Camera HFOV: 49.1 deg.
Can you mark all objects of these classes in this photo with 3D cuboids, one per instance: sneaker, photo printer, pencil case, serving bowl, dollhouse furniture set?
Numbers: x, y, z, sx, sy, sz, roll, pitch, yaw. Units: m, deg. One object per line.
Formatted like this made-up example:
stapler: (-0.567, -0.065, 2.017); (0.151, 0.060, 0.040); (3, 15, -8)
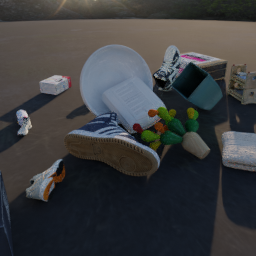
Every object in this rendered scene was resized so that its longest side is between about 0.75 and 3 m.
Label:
sneaker: (-0.233, 0.346, 8.047); (2.961, 1.038, 1.606); (12, 31, 29)
photo printer: (0.254, -0.802, 9.897); (1.645, 0.686, 1.977); (-31, 62, -18)
sneaker: (-3.558, -0.100, 9.532); (0.328, 0.500, 0.868); (0, 26, 1)
pencil case: (-3.860, -0.373, 10.232); (0.388, 0.356, 0.856); (15, 16, -30)
sneaker: (1.730, -2.643, 12.692); (0.833, 2.088, 1.359); (23, 25, 22)
sneaker: (-2.030, 1.213, 6.910); (0.651, 0.536, 1.416); (0, 25, 10)
serving bowl: (-0.507, -1.544, 10.244); (2.785, 2.785, 0.916); (-14, 10, -26)
dollhouse furniture set: (5.713, -2.002, 12.343); (1.985, 1.391, 1.399); (-4, 27, -9)

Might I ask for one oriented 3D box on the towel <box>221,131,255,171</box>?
towel: (4.000, 0.724, 7.944); (2.580, 0.445, 1.710); (7, 27, 15)

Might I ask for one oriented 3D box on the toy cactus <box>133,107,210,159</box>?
toy cactus: (1.510, 0.197, 8.485); (2.495, 1.276, 2.058); (-12, 48, -44)

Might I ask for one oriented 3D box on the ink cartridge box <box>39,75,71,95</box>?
ink cartridge box: (-3.468, -2.090, 13.476); (0.952, 0.552, 1.289); (10, 26, 18)

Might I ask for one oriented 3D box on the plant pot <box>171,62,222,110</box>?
plant pot: (2.827, -1.490, 10.918); (1.686, 1.192, 1.191); (27, 19, -40)

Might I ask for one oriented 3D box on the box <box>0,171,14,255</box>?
box: (-3.086, 1.807, 5.074); (1.702, 1.049, 1.688); (-11, 29, -21)

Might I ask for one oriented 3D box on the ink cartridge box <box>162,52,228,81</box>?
ink cartridge box: (3.643, -3.380, 15.508); (2.296, 1.047, 2.787); (-17, 32, -33)
